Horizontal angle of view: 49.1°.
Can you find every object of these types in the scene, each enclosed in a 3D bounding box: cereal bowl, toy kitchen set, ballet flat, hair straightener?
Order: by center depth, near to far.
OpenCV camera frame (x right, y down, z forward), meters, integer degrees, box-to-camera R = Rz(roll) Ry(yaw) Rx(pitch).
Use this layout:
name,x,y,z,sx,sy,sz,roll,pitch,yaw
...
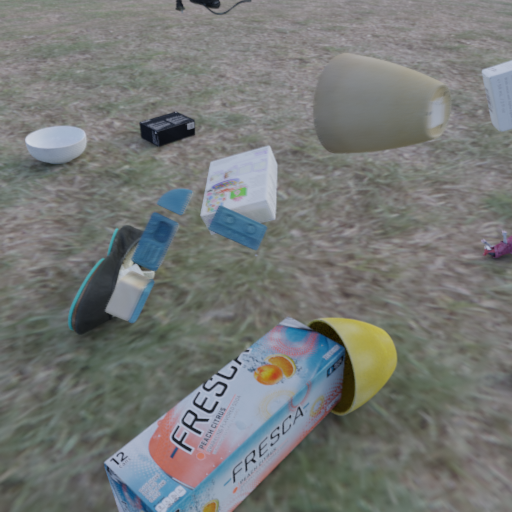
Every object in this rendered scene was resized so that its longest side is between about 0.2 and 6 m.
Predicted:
name,x,y,z,sx,sy,sz,roll,pitch,yaw
toy kitchen set,-0.716,0.104,6.031,1.184,1.477,0.870,25,2,-7
ballet flat,-2.054,0.282,8.643,0.869,0.863,2.540,10,35,-1
hair straightener,-1.120,-4.702,10.002,2.181,0.839,0.446,20,9,12
cereal bowl,-4.599,-2.511,12.985,1.339,0.558,1.339,0,33,0

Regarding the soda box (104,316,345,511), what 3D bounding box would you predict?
name,x,y,z,sx,sy,sz,roll,pitch,yaw
soda box,-0.202,1.865,6.084,0.892,0.959,2.806,26,44,34

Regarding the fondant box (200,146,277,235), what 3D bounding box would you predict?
name,x,y,z,sx,sy,sz,roll,pitch,yaw
fondant box,-0.188,-0.829,6.938,0.829,0.335,1.149,-13,40,15

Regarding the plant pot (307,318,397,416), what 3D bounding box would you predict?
name,x,y,z,sx,sy,sz,roll,pitch,yaw
plant pot,1.219,1.271,6.919,0.833,1.173,1.173,-10,35,-25

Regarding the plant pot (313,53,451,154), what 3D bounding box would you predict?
name,x,y,z,sx,sy,sz,roll,pitch,yaw
plant pot,1.925,-2.155,8.202,1.610,1.508,1.508,18,37,39

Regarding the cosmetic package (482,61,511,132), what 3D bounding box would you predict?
name,x,y,z,sx,sy,sz,roll,pitch,yaw
cosmetic package,3.396,-1.990,6.421,1.381,0.702,0.511,-15,24,17

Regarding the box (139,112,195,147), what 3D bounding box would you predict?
name,x,y,z,sx,sy,sz,roll,pitch,yaw
box,-2.229,-3.207,14.109,1.148,0.453,0.810,-27,46,-33

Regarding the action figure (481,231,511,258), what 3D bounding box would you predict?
name,x,y,z,sx,sy,sz,roll,pitch,yaw
action figure,4.302,-0.114,9.708,0.831,0.619,0.557,-20,-8,-7
